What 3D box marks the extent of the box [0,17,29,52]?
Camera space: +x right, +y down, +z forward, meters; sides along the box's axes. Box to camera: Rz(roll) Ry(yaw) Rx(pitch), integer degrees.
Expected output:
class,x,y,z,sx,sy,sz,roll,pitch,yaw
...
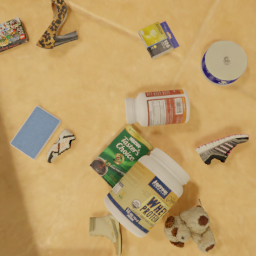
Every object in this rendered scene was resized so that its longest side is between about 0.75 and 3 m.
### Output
class,x,y,z,sx,sy,sz,roll,pitch,yaw
box,-5.396,-4.096,12.435,1.633,0.308,1.115,-23,82,-4

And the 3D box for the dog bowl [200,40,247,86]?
class,x,y,z,sx,sy,sz,roll,pitch,yaw
dog bowl,4.100,-2.774,12.021,1.815,0.715,1.815,0,81,0

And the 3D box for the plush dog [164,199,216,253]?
class,x,y,z,sx,sy,sz,roll,pitch,yaw
plush dog,2.194,3.731,10.699,1.719,1.606,2.001,-19,118,3

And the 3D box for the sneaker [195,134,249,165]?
class,x,y,z,sx,sy,sz,roll,pitch,yaw
sneaker,3.923,0.893,11.418,2.195,0.810,0.960,-19,82,1

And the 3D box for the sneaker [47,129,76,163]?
class,x,y,z,sx,sy,sz,roll,pitch,yaw
sneaker,-2.759,0.816,11.533,0.624,0.575,1.560,33,83,3

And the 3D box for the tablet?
class,x,y,z,sx,sy,sz,roll,pitch,yaw
tablet,-3.895,0.186,11.846,1.312,0.138,2.016,33,83,5

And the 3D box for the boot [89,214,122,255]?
class,x,y,z,sx,sy,sz,roll,pitch,yaw
boot,-0.881,4.225,10.980,1.242,0.582,1.598,-8,80,-1

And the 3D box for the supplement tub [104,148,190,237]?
class,x,y,z,sx,sy,sz,roll,pitch,yaw
supplement tub,0.735,2.350,10.520,2.064,2.064,2.859,42,84,6

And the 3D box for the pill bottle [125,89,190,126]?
class,x,y,z,sx,sy,sz,roll,pitch,yaw
pill bottle,1.148,-0.793,11.368,2.486,1.395,1.395,-5,81,-1

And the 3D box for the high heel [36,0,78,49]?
class,x,y,z,sx,sy,sz,roll,pitch,yaw
high heel,-3.447,-4.725,12.040,1.821,0.912,2.555,-23,91,-18

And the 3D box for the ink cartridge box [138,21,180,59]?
class,x,y,z,sx,sy,sz,roll,pitch,yaw
ink cartridge box,1.379,-3.963,12.419,1.414,0.332,1.398,-27,82,-2

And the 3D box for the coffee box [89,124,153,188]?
class,x,y,z,sx,sy,sz,roll,pitch,yaw
coffee box,-0.270,1.155,11.493,1.451,0.519,2.361,44,84,6
